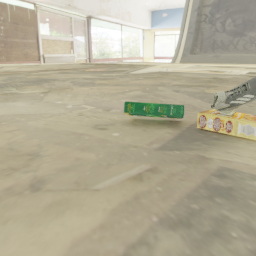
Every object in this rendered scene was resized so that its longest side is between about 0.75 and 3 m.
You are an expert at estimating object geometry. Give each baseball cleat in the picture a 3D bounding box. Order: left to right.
[{"bbox_3d":[2.745,-0.836,7.102,0.802,1.506,0.525,12,53,-25],"label":"baseball cleat"}]

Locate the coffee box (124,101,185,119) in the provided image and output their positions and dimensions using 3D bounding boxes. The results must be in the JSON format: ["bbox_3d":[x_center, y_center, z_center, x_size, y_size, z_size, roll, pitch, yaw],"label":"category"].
[{"bbox_3d":[0.818,-0.532,8.635,1.785,0.392,1.097,4,0,8],"label":"coffee box"}]

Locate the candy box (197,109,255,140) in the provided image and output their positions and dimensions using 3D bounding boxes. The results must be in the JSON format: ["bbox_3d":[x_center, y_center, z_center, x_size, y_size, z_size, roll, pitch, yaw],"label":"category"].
[{"bbox_3d":[2.926,-0.138,7.726,1.745,0.482,1.007,16,20,43],"label":"candy box"}]
